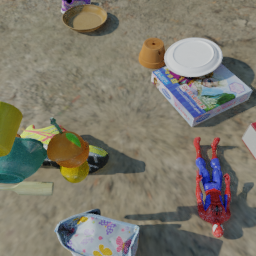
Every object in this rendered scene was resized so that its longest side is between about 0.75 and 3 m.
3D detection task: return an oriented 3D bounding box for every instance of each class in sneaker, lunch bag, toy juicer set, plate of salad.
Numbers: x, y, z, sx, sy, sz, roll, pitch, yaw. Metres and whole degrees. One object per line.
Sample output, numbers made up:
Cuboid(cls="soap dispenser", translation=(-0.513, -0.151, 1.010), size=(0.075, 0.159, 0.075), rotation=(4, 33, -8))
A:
Cuboid(cls="sneaker", translation=(-1.789, 0.425, 7.587), size=(2.701, 1.055, 1.219), rotation=(10, 51, 8))
Cuboid(cls="lunch bag", translation=(-0.624, 2.374, 5.882), size=(1.631, 1.383, 1.037), rotation=(11, 56, 9))
Cuboid(cls="toy juicer set", translation=(-1.610, 0.504, 4.584), size=(1.836, 2.887, 0.786), rotation=(12, 60, -25))
Cuboid(cls="sneaker", translation=(-2.292, -5.539, 12.318), size=(1.491, 0.659, 0.600), rotation=(-32, 58, -23))
Cuboid(cls="plate of salad", translation=(2.184, -2.351, 9.432), size=(1.893, 0.455, 1.893), rotation=(-6, 55, 8))

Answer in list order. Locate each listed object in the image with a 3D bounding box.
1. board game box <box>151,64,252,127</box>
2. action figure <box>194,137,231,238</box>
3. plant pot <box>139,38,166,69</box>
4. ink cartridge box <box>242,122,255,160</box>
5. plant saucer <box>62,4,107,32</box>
Cuboid(cls="board game box", translation=(2.379, -1.409, 9.302), size=(2.343, 0.483, 2.348), rotation=(-25, 57, -18))
Cuboid(cls="action figure", translation=(2.125, 1.406, 7.125), size=(0.868, 0.686, 2.653), rotation=(4, 56, 0))
Cuboid(cls="plant pot", translation=(0.912, -2.770, 10.182), size=(1.043, 0.730, 1.043), rotation=(0, 54, 1))
Cuboid(cls="ink cartridge box", translation=(4.511, 0.388, 7.722), size=(2.030, 0.841, 1.479), rotation=(-15, 54, -11))
Cuboid(cls="plant saucer", translation=(-1.802, -4.547, 11.765), size=(1.880, 0.333, 1.880), rotation=(0, 53, 0))
